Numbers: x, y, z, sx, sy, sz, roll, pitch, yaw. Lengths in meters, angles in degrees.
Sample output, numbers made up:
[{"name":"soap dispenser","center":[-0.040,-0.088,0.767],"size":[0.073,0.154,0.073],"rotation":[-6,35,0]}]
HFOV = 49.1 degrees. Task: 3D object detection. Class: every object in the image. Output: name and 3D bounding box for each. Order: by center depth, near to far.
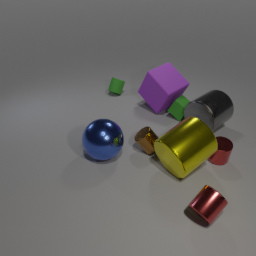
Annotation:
[{"name":"cylinder","center":[2.017,1.922,7.059],"size":[0.700,0.700,0.700],"rotation":[-47,44,-8]},{"name":"cylinder","center":[1.756,0.581,8.612],"size":[1.400,1.400,1.400],"rotation":[-34,41,-17]},{"name":"cylinder","center":[3.051,0.756,9.285],"size":[0.700,0.700,0.700],"rotation":[0,43,0]},{"name":"ball","center":[-0.831,0.383,9.349],"size":[1.400,1.400,1.400],"rotation":[0,30,0]},{"name":"cylinder","center":[0.690,0.424,9.743],"size":[0.700,0.700,0.700],"rotation":[-36,21,16]},{"name":"cylinder","center":[3.182,-0.633,11.042],"size":[1.400,1.400,1.400],"rotation":[-28,40,-34]},{"name":"cube","center":[2.265,-0.863,12.010],"size":[0.700,0.700,0.700],"rotation":[43,43,10]},{"name":"cube","center":[1.547,-1.774,12.381],"size":[1.400,1.400,1.400],"rotation":[-30,72,-32]},{"name":"cylinder","center":[-0.585,-2.154,14.293],"size":[0.700,0.700,0.700],"rotation":[18,9,-3]}]
